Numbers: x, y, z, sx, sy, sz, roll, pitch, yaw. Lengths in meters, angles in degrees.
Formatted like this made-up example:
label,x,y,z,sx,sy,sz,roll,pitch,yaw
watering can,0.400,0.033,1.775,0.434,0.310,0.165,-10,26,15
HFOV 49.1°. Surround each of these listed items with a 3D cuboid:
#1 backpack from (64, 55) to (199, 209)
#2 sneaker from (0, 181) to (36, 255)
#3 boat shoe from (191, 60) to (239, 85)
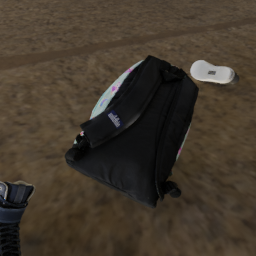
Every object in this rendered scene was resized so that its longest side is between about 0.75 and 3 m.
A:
label,x,y,z,sx,sy,sz,roll,pitch,yaw
backpack,0.166,-0.074,5.598,2.248,1.705,2.694,32,74,-21
sneaker,-1.908,1.633,4.479,1.859,0.707,1.343,39,98,40
boat shoe,2.807,-1.761,9.069,0.621,0.655,1.874,16,7,-31
